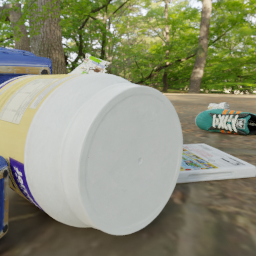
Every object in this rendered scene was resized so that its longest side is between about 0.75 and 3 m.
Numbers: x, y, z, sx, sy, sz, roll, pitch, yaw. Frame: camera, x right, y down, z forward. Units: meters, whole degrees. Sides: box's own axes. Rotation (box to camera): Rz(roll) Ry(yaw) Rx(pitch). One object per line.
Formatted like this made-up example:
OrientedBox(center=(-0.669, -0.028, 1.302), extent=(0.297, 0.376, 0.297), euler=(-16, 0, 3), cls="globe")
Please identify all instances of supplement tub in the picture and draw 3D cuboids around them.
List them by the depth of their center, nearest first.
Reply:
OrientedBox(center=(-0.706, 0.182, 3.540), extent=(1.727, 1.727, 2.376), euler=(-8, 13, -43), cls="supplement tub")

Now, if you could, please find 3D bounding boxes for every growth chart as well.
OrientedBox(center=(-1.817, -2.573, 12.838), extent=(1.678, 0.206, 2.319), euler=(20, 50, 19), cls="growth chart")

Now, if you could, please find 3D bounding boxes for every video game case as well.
OrientedBox(center=(1.166, 0.641, 5.535), extent=(1.741, 0.219, 1.913), euler=(-2, 10, -13), cls="video game case")

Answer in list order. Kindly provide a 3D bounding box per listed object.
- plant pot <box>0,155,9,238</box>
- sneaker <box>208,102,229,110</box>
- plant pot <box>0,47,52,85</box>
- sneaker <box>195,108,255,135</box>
OrientedBox(center=(-1.708, 0.721, 2.562), extent=(0.923, 1.027, 1.027), euler=(8, 10, 10), cls="plant pot")
OrientedBox(center=(4.742, -1.002, 14.845), extent=(1.052, 0.671, 1.821), euler=(2, 0, 25), cls="sneaker")
OrientedBox(center=(-3.775, -0.969, 8.293), extent=(2.736, 2.736, 2.460), euler=(-8, 19, -44), cls="plant pot")
OrientedBox(center=(3.365, -0.210, 8.952), extent=(2.307, 0.823, 0.922), euler=(2, 5, 3), cls="sneaker")
